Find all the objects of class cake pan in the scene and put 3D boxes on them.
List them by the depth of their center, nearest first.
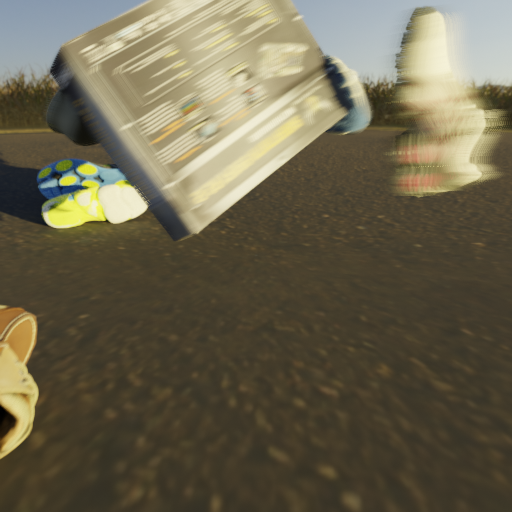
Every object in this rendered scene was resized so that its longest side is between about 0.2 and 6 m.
[{"bbox_3d":[-2.471,-2.874,10.036,2.637,0.484,2.637,-38,0,0],"label":"cake pan"}]

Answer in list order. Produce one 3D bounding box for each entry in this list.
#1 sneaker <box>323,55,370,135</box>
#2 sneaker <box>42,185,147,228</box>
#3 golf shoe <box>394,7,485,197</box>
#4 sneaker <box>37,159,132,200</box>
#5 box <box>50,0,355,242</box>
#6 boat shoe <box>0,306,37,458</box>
[{"bbox_3d":[1.626,-3.564,11.781,1.476,1.335,3.466,6,36,-30],"label":"sneaker"},{"bbox_3d":[-3.851,-1.272,13.280,2.394,0.907,1.258,-8,18,-23],"label":"sneaker"},{"bbox_3d":[2.798,-2.332,8.588,1.273,2.889,1.115,-6,32,6],"label":"golf shoe"},{"bbox_3d":[-4.069,-1.971,15.521,3.718,1.318,1.541,-6,-3,-15],"label":"sneaker"},{"bbox_3d":[-0.597,-2.494,8.438,3.738,2.960,0.903,-42,15,-26],"label":"box"},{"bbox_3d":[-2.350,1.328,4.678,0.977,1.001,2.647,6,25,0],"label":"boat shoe"}]
